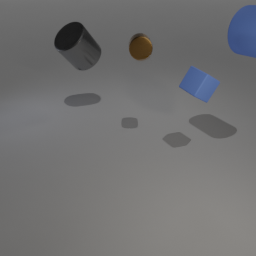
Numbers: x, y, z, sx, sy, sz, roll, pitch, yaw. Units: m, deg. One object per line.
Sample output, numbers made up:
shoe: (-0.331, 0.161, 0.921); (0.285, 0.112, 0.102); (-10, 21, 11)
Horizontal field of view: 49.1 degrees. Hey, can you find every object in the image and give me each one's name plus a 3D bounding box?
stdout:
cube: (2.063, -1.264, 8.113); (0.700, 0.700, 0.700); (16, 21, -42)
cylinder: (3.816, -2.677, 7.868); (1.400, 1.400, 1.400); (-14, 29, -24)
cylinder: (-2.008, -3.275, 11.326); (1.400, 1.400, 1.400); (-11, 63, 22)
cylinder: (0.375, -2.477, 8.519); (0.700, 0.700, 0.700); (0, 27, 0)
